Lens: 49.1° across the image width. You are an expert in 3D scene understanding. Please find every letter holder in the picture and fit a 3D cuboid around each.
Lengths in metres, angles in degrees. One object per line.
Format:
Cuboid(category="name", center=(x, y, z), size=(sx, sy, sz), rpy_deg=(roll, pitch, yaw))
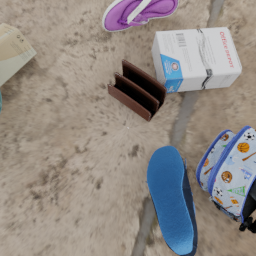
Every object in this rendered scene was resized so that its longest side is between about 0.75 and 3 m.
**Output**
Cuboid(category="letter holder", center=(0.231, -1.044, 7.752), size=(1.518, 1.079, 0.763), rpy_deg=(36, 75, 11))

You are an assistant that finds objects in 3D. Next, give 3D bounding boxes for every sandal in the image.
Cuboid(category="sandal", center=(0.477, -3.449, 8.244), size=(2.601, 1.059, 0.639), rpy_deg=(-24, 55, -16))

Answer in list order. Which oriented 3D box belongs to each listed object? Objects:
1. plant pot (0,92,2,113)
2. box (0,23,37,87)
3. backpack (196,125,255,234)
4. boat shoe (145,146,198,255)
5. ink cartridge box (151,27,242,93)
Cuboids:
Cuboid(category="plant pot", center=(-3.917, -0.636, 5.880), size=(1.896, 2.830, 2.830), rpy_deg=(16, 69, 35))
Cuboid(category="box", center=(-3.903, -1.803, 7.933), size=(1.104, 0.904, 2.326), rpy_deg=(29, 71, 37))
Cuboid(category="backpack", center=(2.637, 0.968, 6.424), size=(1.756, 2.171, 2.279), rpy_deg=(26, 76, 26))
Cuboid(category="boat shoe", center=(1.012, 1.700, 6.716), size=(1.166, 0.952, 2.772), rpy_deg=(-14, 44, 18))
Cuboid(category="ink cartridge box", center=(1.906, -1.951, 8.080), size=(2.164, 0.911, 1.564), rpy_deg=(-6, 70, -7))
